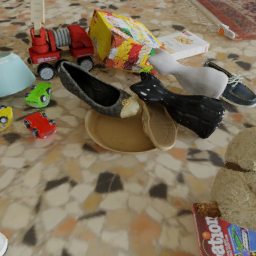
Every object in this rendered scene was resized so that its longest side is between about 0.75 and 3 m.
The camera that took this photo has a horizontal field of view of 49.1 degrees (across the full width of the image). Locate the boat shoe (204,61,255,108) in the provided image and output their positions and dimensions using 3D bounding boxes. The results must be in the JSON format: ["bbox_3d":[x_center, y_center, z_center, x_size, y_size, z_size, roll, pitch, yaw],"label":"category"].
[{"bbox_3d":[3.489,-1.566,9.697,0.894,0.739,2.389,-20,46,-20],"label":"boat shoe"}]

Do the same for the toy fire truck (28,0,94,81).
[{"bbox_3d":[-2.585,-3.450,10.325,2.332,2.650,1.705,-15,45,-15],"label":"toy fire truck"}]

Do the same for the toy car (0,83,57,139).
[{"bbox_3d":[-3.035,-0.569,8.744,2.561,0.571,2.410,9,42,11],"label":"toy car"}]

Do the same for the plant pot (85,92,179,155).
[{"bbox_3d":[0.108,-0.151,8.445,2.778,0.382,2.778,1,42,-1],"label":"plant pot"}]

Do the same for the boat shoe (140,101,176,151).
[{"bbox_3d":[0.810,-0.050,7.984,0.765,0.692,2.146,8,38,-14],"label":"boat shoe"}]

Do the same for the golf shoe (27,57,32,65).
[{"bbox_3d":[-3.674,-2.868,11.436,1.065,0.414,0.503,-31,36,-34],"label":"golf shoe"}]

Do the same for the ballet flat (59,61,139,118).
[{"bbox_3d":[-0.967,-1.124,8.525,2.910,0.827,0.967,27,69,17],"label":"ballet flat"}]

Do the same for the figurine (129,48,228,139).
[{"bbox_3d":[1.580,-1.303,8.527,2.625,1.158,2.691,27,45,-1],"label":"figurine"}]

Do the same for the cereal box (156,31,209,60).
[{"bbox_3d":[2.164,-3.558,12.085,2.139,0.423,1.539,-20,46,-21],"label":"cereal box"}]

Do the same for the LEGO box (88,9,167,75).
[{"bbox_3d":[-0.131,-3.363,10.894,2.142,1.110,2.876,4,38,-28],"label":"LEGO box"}]

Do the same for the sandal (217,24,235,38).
[{"bbox_3d":[4.689,-4.581,13.265,0.305,0.407,1.063,-24,56,-26],"label":"sandal"}]

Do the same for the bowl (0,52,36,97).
[{"bbox_3d":[-4.281,-1.873,9.424,2.038,1.066,2.038,-8,28,5],"label":"bowl"}]

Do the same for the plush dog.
[{"bbox_3d":[2.220,0.875,5.240,1.710,2.131,1.831,15,84,-7],"label":"plush dog"}]

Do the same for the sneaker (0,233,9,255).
[{"bbox_3d":[-3.520,2.017,5.727,2.254,0.861,0.850,11,45,12],"label":"sneaker"}]

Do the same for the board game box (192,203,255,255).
[{"bbox_3d":[2.138,2.663,5.480,1.347,0.255,2.617,-1,43,1],"label":"board game box"}]
